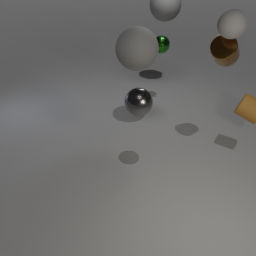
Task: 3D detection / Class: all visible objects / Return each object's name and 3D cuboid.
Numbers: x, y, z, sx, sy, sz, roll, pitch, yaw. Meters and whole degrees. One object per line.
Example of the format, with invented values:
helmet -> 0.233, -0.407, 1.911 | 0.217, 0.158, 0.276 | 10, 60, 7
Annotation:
ball -> 1.671, -5.495, 12.499 | 1.400, 1.400, 1.400 | 0, 31, 0
ball -> 0.261, -0.638, 6.869 | 0.700, 0.700, 0.700 | 0, 31, 0
cylinder -> 2.639, -2.100, 7.610 | 0.700, 0.700, 0.700 | 17, 3, 26
ball -> 0.289, -2.563, 9.076 | 1.400, 1.400, 1.400 | 0, 31, 0
ball -> 1.328, -3.348, 11.227 | 0.700, 0.700, 0.700 | 0, 31, 0
ball -> 2.562, -2.558, 6.904 | 0.700, 0.700, 0.700 | 0, 31, 0
cylinder -> 3.734, -0.588, 8.541 | 0.700, 0.700, 0.700 | 34, 40, 13
